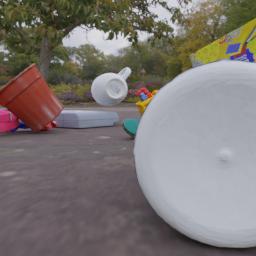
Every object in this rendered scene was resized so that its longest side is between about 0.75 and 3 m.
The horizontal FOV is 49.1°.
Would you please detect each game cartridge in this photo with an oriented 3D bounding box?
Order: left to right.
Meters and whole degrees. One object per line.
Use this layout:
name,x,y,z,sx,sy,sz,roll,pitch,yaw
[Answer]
game cartridge,-1.995,-0.349,9.941,1.953,0.609,2.933,0,3,-45

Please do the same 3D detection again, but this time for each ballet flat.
ballet flat,0.371,0.062,6.384,1.298,0.440,0.489,3,-19,-27

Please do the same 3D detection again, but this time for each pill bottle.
pill bottle,0.744,0.068,2.350,1.026,1.026,1.932,1,6,15

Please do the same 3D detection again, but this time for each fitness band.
fitness band,-3.905,-0.149,6.766,1.785,0.465,2.485,8,13,32

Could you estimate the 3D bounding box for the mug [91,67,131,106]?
mug,-0.466,-1.474,9.612,1.131,1.531,1.343,42,-7,-16

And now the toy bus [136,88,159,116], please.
toy bus,0.975,-0.975,10.544,1.368,1.313,0.928,-30,12,-11

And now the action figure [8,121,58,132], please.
action figure,-2.795,-0.092,7.884,1.648,0.426,0.539,0,4,-29

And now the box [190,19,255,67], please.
box,3.009,-0.842,4.316,2.792,1.703,2.689,-23,-11,42

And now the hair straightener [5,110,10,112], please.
hair straightener,-4.919,-0.416,11.374,2.804,0.574,1.079,8,9,28

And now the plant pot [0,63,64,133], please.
plant pot,-2.480,-0.695,7.236,1.384,1.346,1.384,-35,19,14
